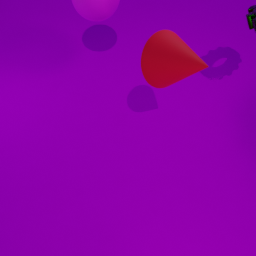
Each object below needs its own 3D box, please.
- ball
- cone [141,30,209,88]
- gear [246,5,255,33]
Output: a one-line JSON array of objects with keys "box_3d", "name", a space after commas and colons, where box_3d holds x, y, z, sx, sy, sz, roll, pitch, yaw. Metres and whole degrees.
[{"box_3d": [-0.885, -3.622, 7.650, 1.330, 1.330, 1.330, 0, 59, 0], "name": "ball"}, {"box_3d": [0.955, -1.111, 4.785, 1.062, 1.062, 1.066, -37, 35, -20], "name": "cone"}, {"box_3d": [3.484, -2.607, 6.006, 1.720, 0.318, 1.720, -22, 32, 14], "name": "gear"}]
